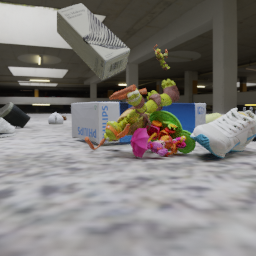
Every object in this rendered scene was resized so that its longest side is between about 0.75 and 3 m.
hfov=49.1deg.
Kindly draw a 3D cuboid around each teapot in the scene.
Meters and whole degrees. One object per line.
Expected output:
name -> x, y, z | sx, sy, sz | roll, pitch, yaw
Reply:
teapot -> -3.554, -0.484, 13.784 | 0.809, 0.591, 0.798 | 3, 5, 30

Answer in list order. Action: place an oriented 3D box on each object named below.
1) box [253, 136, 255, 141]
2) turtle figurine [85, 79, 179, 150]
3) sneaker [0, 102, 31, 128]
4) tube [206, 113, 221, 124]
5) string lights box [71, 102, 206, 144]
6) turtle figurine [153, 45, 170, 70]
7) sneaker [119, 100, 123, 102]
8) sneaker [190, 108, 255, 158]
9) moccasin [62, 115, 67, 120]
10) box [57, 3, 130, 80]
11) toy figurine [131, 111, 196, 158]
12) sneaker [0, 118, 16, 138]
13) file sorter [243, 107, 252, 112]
box -> 3.060, 0.074, 6.963 | 1.222, 0.354, 1.538 | 2, 4, 24
turtle figurine -> 0.174, -0.230, 4.408 | 1.513, 0.604, 1.876 | -35, -13, -34
sneaker -> -4.735, -0.257, 11.032 | 1.902, 0.711, 1.010 | -19, -45, 37
tube -> 2.772, -0.215, 10.541 | 2.144, 0.557, 0.622 | -9, -30, -38
string lights box -> 0.289, -0.171, 6.702 | 2.927, 0.863, 1.504 | -2, 4, -32
turtle figurine -> 1.567, -3.231, 13.010 | 0.440, 1.103, 1.368 | -35, 31, -8
sneaker -> 0.421, -0.627, 11.215 | 1.955, 0.972, 0.680 | 14, 1, -10
sneaker -> 1.529, 0.021, 4.327 | 0.616, 0.650, 1.610 | 42, 29, 30
moccasin -> -4.289, -0.659, 18.316 | 0.330, 0.348, 0.901 | 2, 4, 22
box -> -1.344, -3.236, 10.360 | 1.219, 2.966, 1.014 | -33, -20, -29
toy figurine -> 0.450, 0.223, 4.271 | 0.945, 0.709, 0.870 | 29, 31, 24
sneaker -> -3.331, -0.028, 7.356 | 0.499, 0.526, 1.307 | -2, 2, 1
file sorter -> 6.644, -0.642, 14.384 | 1.344, 0.837, 0.933 | 2, 4, 17
